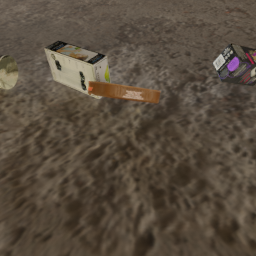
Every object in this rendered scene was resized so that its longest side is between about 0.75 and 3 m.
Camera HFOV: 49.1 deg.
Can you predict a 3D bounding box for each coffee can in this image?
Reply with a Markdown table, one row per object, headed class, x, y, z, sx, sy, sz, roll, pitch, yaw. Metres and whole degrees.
| class | x | y | z | sx | sy | sz | roll | pitch | yaw |
| --- | --- | --- | --- | --- | --- | --- | --- | --- | --- |
| coffee can | -5.260 | -2.158 | 10.547 | 1.722 | 1.260 | 1.260 | 7 | 38 | 10 |

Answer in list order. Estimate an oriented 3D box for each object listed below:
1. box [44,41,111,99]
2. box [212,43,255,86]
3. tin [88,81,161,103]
| class | x | y | z | sx | sy | sz | roll | pitch | yaw |
| --- | --- | --- | --- | --- | --- | --- | --- | --- | --- |
| box | -1.843 | -2.190 | 10.408 | 2.503 | 1.460 | 0.753 | 24 | 50 | 30 |
| box | 4.165 | -2.267 | 10.210 | 1.746 | 1.067 | 0.926 | 2 | 56 | -29 |
| tin | -0.095 | -1.133 | 9.030 | 2.457 | 0.514 | 1.376 | 5 | 2 | -26 |
